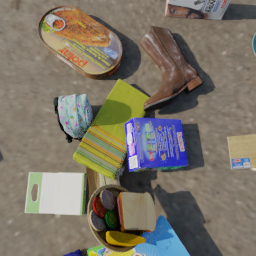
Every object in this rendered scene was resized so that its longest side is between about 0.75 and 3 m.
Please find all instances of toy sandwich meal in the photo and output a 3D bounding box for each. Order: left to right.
[{"bbox_3d":[-0.104,2.011,6.487,1.752,0.600,1.752,24,47,-28],"label":"toy sandwich meal"}]

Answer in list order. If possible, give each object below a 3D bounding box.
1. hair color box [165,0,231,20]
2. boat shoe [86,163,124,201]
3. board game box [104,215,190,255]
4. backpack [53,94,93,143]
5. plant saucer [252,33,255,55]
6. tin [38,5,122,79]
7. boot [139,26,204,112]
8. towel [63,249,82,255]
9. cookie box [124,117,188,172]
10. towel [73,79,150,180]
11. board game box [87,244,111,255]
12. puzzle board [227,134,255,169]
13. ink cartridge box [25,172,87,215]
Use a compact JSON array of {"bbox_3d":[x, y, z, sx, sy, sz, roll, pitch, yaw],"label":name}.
[{"bbox_3d":[2.148,-3.955,8.743,1.846,1.023,0.590,5,77,2],"label":"hair color box"},{"bbox_3d":[-0.588,1.183,7.627,0.867,0.963,2.669,4,64,-25],"label":"boat shoe"},{"bbox_3d":[0.337,3.738,6.838,2.643,0.533,2.023,-32,80,-10],"label":"board game box"},{"bbox_3d":[-1.452,-0.381,7.638,0.958,1.514,1.264,-14,76,-4],"label":"backpack"},{"bbox_3d":[4.619,-2.509,8.783,1.549,0.278,1.549,0,77,1],"label":"plant saucer"},{"bbox_3d":[-1.471,-2.634,8.688,2.838,0.594,1.589,37,75,8],"label":"tin"},{"bbox_3d":[0.838,-1.845,8.374,2.166,0.746,2.324,-28,81,-19],"label":"boot"},{"bbox_3d":[-1.645,4.310,7.097,1.483,0.498,2.009,-15,77,-10],"label":"towel"},{"bbox_3d":[0.769,0.454,7.590,1.575,0.592,1.347,2,74,-29],"label":"cookie box"},{"bbox_3d":[-0.336,-0.048,7.725,1.223,0.257,2.843,32,59,-9],"label":"towel"},{"bbox_3d":[-0.058,3.974,7.229,1.430,0.309,2.125,-19,77,-5],"label":"board game box"},{"bbox_3d":[3.534,0.660,7.989,1.255,0.109,0.946,-6,87,7],"label":"puzzle board"},{"bbox_3d":[-1.957,1.794,7.718,1.549,0.371,1.127,1,76,3],"label":"ink cartridge box"}]
